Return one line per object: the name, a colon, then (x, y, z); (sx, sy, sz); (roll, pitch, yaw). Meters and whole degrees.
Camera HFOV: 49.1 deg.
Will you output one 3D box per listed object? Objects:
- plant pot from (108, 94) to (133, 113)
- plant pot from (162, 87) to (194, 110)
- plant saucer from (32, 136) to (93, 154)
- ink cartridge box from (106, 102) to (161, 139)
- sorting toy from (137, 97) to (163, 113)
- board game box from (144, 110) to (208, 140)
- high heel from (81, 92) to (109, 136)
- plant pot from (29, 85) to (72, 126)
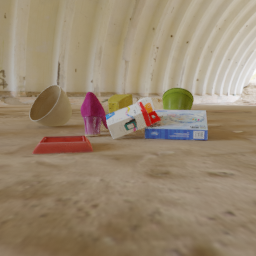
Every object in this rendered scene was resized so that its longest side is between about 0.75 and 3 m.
plant pot: (-0.589, -1.422, 18.269); (1.367, 1.376, 1.408); (3, 16, 29)
plant pot: (1.865, -0.694, 10.709); (1.234, 1.234, 1.188); (2, 49, 15)
plant saucer: (-1.482, 0.360, 6.498); (1.277, 0.234, 1.275); (-2, 6, -10)
ink cartridge box: (0.131, -0.290, 8.119); (1.463, 0.492, 0.850); (-21, 25, 0)
sorting toy: (0.781, -0.791, 13.577); (2.093, 1.242, 2.326); (-5, 4, 31)
board game box: (1.504, -0.131, 8.524); (1.742, 0.378, 1.733); (2, 22, 14)
high heel: (-1.130, -0.544, 9.598); (0.944, 1.345, 2.804); (1, 6, 5)
plant pot: (-2.985, -0.730, 11.453); (1.730, 1.730, 1.161); (6, -26, 42)
